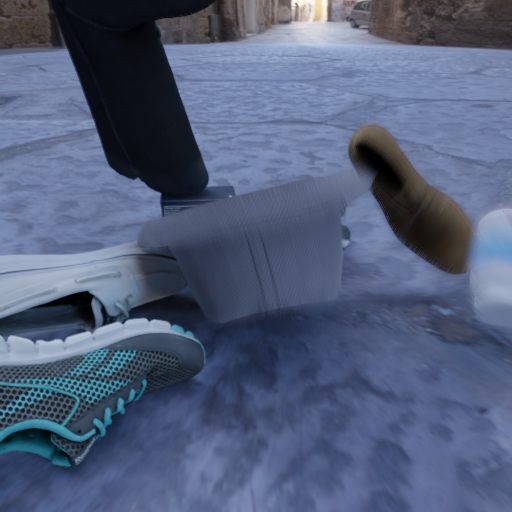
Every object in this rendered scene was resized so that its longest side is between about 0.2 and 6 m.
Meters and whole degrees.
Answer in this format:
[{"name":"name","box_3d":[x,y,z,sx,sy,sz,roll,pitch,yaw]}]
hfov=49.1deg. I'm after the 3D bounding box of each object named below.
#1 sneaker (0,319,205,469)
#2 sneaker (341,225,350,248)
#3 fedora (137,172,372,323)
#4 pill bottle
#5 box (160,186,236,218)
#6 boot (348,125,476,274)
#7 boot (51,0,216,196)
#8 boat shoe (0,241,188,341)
[{"name":"sneaker","box_3d":[-1.657,1.381,5.308,2.665,1.034,1.216,-5,54,-30]},{"name":"sneaker","box_3d":[1.016,-0.641,8.977,0.687,0.781,1.846,31,11,40]},{"name":"fedora","box_3d":[0.081,-0.059,6.553,2.734,1.396,3.091,-14,7,-4]},{"name":"pill bottle","box_3d":[2.593,0.118,5.862,0.628,0.628,1.155,10,55,20]},{"name":"box","box_3d":[-0.869,-0.452,8.687,1.148,1.138,0.707,-2,26,-6]},{"name":"boot","box_3d":[1.935,-0.601,6.959,0.852,2.315,0.873,-40,4,20]},{"name":"boot","box_3d":[-1.243,-2.120,6.823,1.244,3.791,3.125,-36,55,-23]},{"name":"boat shoe","box_3d":[-1.990,0.486,6.895,2.909,1.047,0.956,-2,49,-37]}]
